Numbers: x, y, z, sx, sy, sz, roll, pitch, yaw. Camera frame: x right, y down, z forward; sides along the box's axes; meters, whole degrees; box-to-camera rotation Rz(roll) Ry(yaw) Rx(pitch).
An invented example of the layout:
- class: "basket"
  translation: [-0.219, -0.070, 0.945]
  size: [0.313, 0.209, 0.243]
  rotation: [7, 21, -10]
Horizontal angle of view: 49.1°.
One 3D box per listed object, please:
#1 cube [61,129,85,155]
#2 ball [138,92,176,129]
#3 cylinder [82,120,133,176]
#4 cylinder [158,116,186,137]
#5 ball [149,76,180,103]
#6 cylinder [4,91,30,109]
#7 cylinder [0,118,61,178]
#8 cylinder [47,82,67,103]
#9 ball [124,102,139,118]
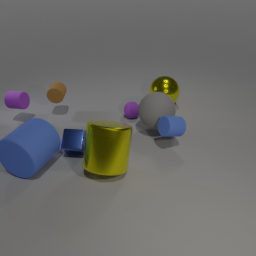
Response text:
- class: "cube"
  translation: [-1.801, 0.474, 9.493]
  size: [0.700, 0.700, 0.700]
  rotation: [4, 71, 4]
- class: "ball"
  translation: [1.082, -0.652, 10.516]
  size: [1.400, 1.400, 1.400]
  rotation: [0, 30, 0]
- class: "cylinder"
  translation: [-0.627, 0.559, 8.539]
  size: [1.400, 1.400, 1.400]
  rotation: [7, 9, -1]
- class: "cylinder"
  translation: [1.498, -0.056, 9.580]
  size: [0.700, 0.700, 0.700]
  rotation: [0, 26, -31]
- class: "ball"
  translation: [1.674, -1.684, 12.886]
  size: [1.400, 1.400, 1.400]
  rotation: [0, 30, 0]
- class: "cylinder"
  translation: [-4.432, -1.114, 11.211]
  size: [0.700, 0.700, 0.700]
  rotation: [5, 30, 18]
- class: "cylinder"
  translation: [-3.072, 0.601, 8.760]
  size: [1.400, 1.400, 1.400]
  rotation: [10, 33, 18]
- class: "cylinder"
  translation: [-2.993, -1.497, 11.777]
  size: [0.700, 0.700, 0.700]
  rotation: [0, 32, 0]
- class: "ball"
  translation: [0.172, -0.775, 11.952]
  size: [0.700, 0.700, 0.700]
  rotation: [0, 30, 0]
